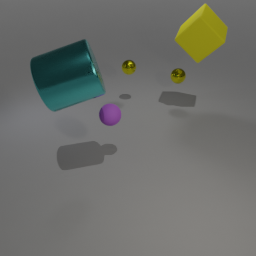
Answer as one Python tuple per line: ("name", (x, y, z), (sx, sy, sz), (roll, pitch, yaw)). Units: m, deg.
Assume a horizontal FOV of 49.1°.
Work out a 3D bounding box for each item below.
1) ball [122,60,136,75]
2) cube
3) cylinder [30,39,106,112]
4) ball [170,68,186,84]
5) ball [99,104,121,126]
("ball", (0.042, -2.870, 13.257), (0.700, 0.700, 0.700), (0, 29, 0))
("cube", (2.974, -3.810, 11.326), (1.400, 1.400, 1.400), (40, 45, -15))
("cylinder", (-1.423, -1.268, 6.854), (1.400, 1.400, 1.400), (-19, 30, 2))
("ball", (2.291, -2.378, 12.804), (0.700, 0.700, 0.700), (0, 29, 0))
("ball", (-0.558, -0.414, 8.757), (0.700, 0.700, 0.700), (0, 29, 0))
